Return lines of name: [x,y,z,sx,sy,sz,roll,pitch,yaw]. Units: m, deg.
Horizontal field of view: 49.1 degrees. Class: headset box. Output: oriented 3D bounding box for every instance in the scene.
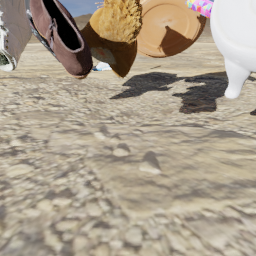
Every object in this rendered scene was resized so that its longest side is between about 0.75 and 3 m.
headset box: [-2.490,-3.219,9.002,0.966,1.861,2.500,-44,14,-5]

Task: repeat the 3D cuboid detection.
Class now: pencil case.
pencil case: [2.111,-3.480,7.983,0.454,0.454,1.027,-14,44,-32]

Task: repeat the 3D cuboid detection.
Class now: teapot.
teapot: [2.988,-2.114,5.642,2.468,2.436,1.803,-9,-17,31]

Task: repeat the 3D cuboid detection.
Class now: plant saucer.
plant saucer: [1.193,-3.532,9.496,2.936,2.936,0.474,-1,54,-1]

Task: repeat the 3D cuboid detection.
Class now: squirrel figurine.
squirrel figurine: [-0.180,-2.619,6.353,1.572,2.074,2.222,23,-16,-13]

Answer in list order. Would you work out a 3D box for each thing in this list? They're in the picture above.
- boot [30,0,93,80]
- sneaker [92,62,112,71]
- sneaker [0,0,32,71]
boot: [-1.155,-1.794,4.613,0.708,1.957,1.628,-30,-4,-8]
sneaker: [-0.794,-2.201,9.585,1.094,0.474,0.410,-4,13,15]
sneaker: [-3.018,-2.608,6.467,1.044,2.834,1.638,3,58,3]
